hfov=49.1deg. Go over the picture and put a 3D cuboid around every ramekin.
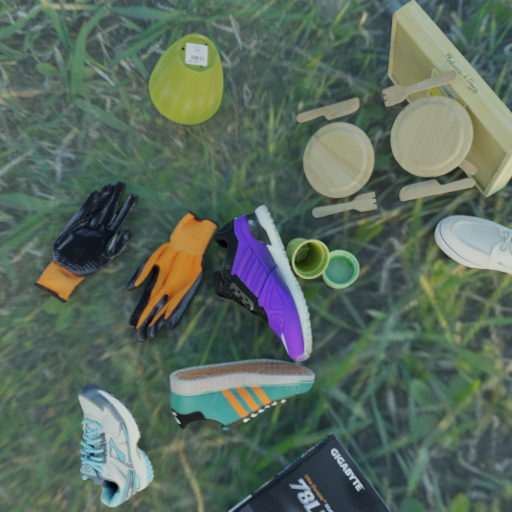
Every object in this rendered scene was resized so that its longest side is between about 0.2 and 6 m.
[{"bbox_3d":[1.448,0.258,9.804,0.655,0.320,0.655,0,71,0],"label":"ramekin"}]

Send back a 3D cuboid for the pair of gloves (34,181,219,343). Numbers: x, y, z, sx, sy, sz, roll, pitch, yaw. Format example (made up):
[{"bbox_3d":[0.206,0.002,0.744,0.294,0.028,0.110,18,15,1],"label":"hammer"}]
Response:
[{"bbox_3d":[-2.230,0.041,9.884,2.753,0.340,2.453,24,74,11],"label":"pair of gloves"}]

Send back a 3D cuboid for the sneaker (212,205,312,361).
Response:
[{"bbox_3d":[0.004,0.588,9.438,1.370,0.957,2.754,-19,68,-1],"label":"sneaker"}]

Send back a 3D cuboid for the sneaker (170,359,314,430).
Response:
[{"bbox_3d":[-0.208,2.235,8.953,2.321,0.828,0.927,-2,99,-10],"label":"sneaker"}]

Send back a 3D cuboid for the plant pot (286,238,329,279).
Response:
[{"bbox_3d":[0.823,-0.023,9.677,0.675,0.621,0.675,-6,108,-18],"label":"plant pot"}]

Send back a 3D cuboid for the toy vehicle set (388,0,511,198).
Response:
[{"bbox_3d":[3.450,-2.691,9.904,0.423,1.983,3.191,-33,74,2],"label":"toy vehicle set"}]

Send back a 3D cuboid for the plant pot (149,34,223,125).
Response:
[{"bbox_3d":[-1.173,-3.335,10.203,1.420,1.517,1.420,2,82,-15],"label":"plant pot"}]

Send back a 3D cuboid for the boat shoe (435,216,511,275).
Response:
[{"bbox_3d":[4.421,-0.103,9.613,2.602,0.908,0.922,25,73,8],"label":"boat shoe"}]

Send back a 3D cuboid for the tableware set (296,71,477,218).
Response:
[{"bbox_3d":[2.260,-1.836,9.789,2.977,0.597,1.968,-9,90,30],"label":"tableware set"}]

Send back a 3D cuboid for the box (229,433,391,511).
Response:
[{"bbox_3d":[0.948,4.221,8.346,2.195,0.549,2.211,-33,76,-10],"label":"box"}]

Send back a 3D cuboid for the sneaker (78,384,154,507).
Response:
[{"bbox_3d":[-2.148,2.792,8.082,0.786,2.026,0.874,4,31,41],"label":"sneaker"}]
